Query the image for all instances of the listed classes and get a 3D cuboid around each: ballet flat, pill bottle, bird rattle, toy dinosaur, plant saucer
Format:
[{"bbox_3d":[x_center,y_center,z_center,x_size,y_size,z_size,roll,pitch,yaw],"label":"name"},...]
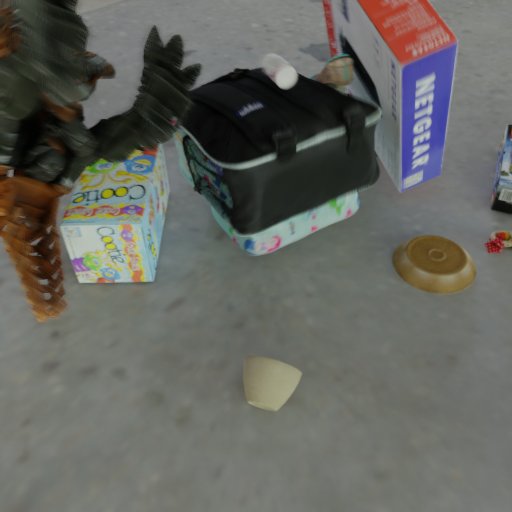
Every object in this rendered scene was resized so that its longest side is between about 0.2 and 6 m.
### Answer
[{"bbox_3d":[1.357,-3.155,10.276,0.614,0.606,1.803,-15,6,-2],"label":"ballet flat"},{"bbox_3d":[0.350,-2.943,8.867,0.355,0.355,0.626,-15,44,-16],"label":"pill bottle"},{"bbox_3d":[4.322,-0.252,9.802,0.667,0.376,0.544,-10,31,8],"label":"bird rattle"},{"bbox_3d":[-3.060,-1.978,8.471,2.927,3.889,5.731,-13,78,-57],"label":"toy dinosaur"},{"bbox_3d":[3.010,0.063,9.426,1.388,0.246,1.388,0,43,0],"label":"plant saucer"}]

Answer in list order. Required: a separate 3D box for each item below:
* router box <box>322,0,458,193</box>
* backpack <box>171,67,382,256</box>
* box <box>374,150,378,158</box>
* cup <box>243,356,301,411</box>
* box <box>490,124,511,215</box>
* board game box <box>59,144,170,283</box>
[{"bbox_3d":[2.173,-3.325,9.690,0.866,3.545,3.182,-24,63,3],"label":"router box"},{"bbox_3d":[0.168,-1.864,9.740,3.034,2.573,3.417,-25,47,-20],"label":"backpack"},{"bbox_3d":[1.924,-2.458,11.826,0.918,0.647,1.241,-31,51,-30],"label":"box"},{"bbox_3d":[0.147,1.711,7.382,0.785,0.785,0.562,13,68,13],"label":"cup"},{"bbox_3d":[6.379,-1.370,10.624,3.437,0.685,2.353,16,45,16],"label":"box"},{"bbox_3d":[-2.310,-0.845,9.618,1.264,1.287,2.454,-1,43,1],"label":"board game box"}]
